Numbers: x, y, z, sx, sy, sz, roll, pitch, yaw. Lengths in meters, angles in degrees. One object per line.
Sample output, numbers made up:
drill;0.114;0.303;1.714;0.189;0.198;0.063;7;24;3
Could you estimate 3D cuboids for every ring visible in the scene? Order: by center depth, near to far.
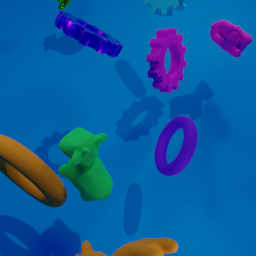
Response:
ring;-1.971;0.857;5.398;1.903;1.903;0.381;31;60;13
ring;1.001;0.379;6.039;0.270;1.349;1.349;21;64;-20

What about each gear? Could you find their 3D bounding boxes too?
gear;-0.805;-1.961;5.875;1.442;1.442;0.267;36;111;15
gear;1.086;-3.935;7.573;0.309;1.673;1.673;-8;60;-43
gear;1.081;-1.811;7.587;0.306;1.655;1.655;10;62;36

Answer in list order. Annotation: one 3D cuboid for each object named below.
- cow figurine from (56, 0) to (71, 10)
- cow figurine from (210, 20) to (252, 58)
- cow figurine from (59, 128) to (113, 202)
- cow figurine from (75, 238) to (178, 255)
cow figurine;-2.141;-4.460;9.099;0.937;0.952;0.523;-47;33;-4
cow figurine;2.819;-2.531;7.812;1.464;0.803;1.440;24;28;-22
cow figurine;-0.708;0.726;5.152;0.817;1.465;1.489;-41;103;-32
cow figurine;-0.061;2.315;4.796;1.517;1.542;0.846;-13;78;36
